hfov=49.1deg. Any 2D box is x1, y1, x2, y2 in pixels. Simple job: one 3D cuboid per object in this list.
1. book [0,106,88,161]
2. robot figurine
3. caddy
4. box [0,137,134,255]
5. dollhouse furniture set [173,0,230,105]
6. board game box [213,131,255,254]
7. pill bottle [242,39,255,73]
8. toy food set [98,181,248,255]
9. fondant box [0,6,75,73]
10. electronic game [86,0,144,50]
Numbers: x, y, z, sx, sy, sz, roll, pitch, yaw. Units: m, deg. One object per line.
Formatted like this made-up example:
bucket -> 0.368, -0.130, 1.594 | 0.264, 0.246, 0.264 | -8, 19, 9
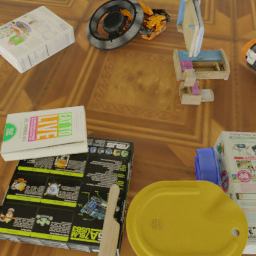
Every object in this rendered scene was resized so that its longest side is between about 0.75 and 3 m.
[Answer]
book -> -2.039, 0.090, 7.008 | 1.961, 0.471, 1.310 | -8, 49, -5
robot figurine -> 0.428, -4.137, 10.612 | 2.365, 0.688, 1.715 | 37, 62, 24
caddy -> 1.996, 0.990, 6.884 | 0.565, 0.762, 1.077 | -3, 55, 6
box -> -1.356, 1.406, 6.656 | 2.771, 0.658, 2.676 | 6, 56, 3
dollhouse furniture set -> 2.406, -2.423, 8.236 | 1.659, 2.543, 2.401 | -2, 54, -1
board game box -> 3.268, 1.416, 6.504 | 2.007, 0.874, 2.720 | 2, 55, 1
pill bottle -> 4.509, -2.060, 8.935 | 0.989, 0.989, 1.861 | -24, 57, -16
toy food set -> 0.903, 2.042, 5.906 | 2.913, 0.952, 1.714 | 1, 67, 1
fondant box -> -3.346, -3.181, 9.862 | 1.707, 0.689, 2.366 | 40, 62, 20
electronic game -> -0.495, -3.785, 10.115 | 2.246, 0.467, 2.246 | -8, 67, 19
